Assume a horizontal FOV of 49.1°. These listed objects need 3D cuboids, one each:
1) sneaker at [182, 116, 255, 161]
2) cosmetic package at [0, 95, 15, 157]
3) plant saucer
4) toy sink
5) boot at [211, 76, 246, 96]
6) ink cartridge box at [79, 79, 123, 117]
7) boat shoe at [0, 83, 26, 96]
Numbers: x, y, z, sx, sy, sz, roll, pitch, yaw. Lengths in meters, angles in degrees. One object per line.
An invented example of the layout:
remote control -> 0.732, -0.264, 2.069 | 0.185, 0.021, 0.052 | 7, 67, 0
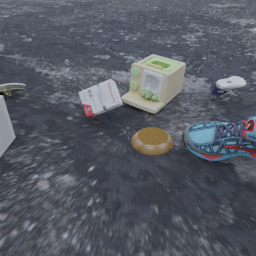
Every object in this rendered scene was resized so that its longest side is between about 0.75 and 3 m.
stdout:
sneaker -> 2.366, 0.077, 5.876 | 2.401, 1.147, 0.952 | 2, 60, 5
cosmetic package -> -3.296, 0.392, 5.606 | 0.852, 1.213, 2.392 | 2, 33, 6
plant saucer -> 0.589, 0.256, 6.718 | 1.033, 0.183, 1.033 | 0, 34, 0
toy sink -> 0.766, -1.397, 8.258 | 1.190, 1.023, 1.826 | 23, 39, 25
boot -> 2.982, -1.236, 8.371 | 1.066, 0.482, 0.388 | -8, 61, -22
ink cartridge box -> -0.711, -0.774, 7.409 | 0.963, 0.707, 0.399 | -20, -6, 12
boat shoe -> -3.717, -1.132, 8.496 | 1.217, 0.364, 0.435 | -7, -6, -7
